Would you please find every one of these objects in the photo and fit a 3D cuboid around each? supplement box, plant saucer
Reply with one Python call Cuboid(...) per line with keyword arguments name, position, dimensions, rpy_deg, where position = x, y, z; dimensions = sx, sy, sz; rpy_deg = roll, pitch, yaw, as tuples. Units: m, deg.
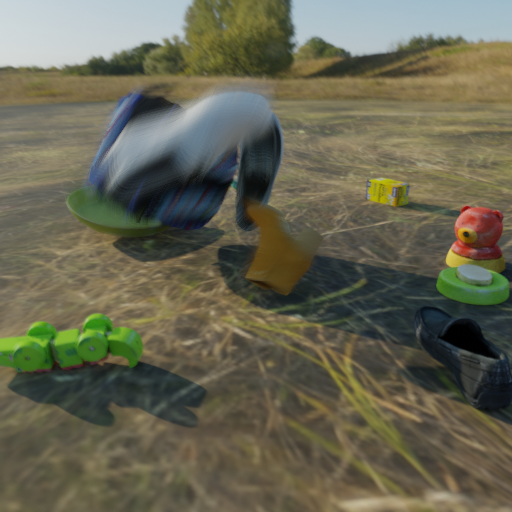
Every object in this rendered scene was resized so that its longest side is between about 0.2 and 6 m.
Cuboid(name="supplement box", position=(3.445, -1.685, 14.728), dimensions=(0.552, 0.549, 1.008), rpy_deg=(-16, 25, -37))
Cuboid(name="plant saucer", position=(-2.896, -0.979, 12.394), dimensions=(2.479, 0.385, 2.479), rpy_deg=(8, 26, -4))

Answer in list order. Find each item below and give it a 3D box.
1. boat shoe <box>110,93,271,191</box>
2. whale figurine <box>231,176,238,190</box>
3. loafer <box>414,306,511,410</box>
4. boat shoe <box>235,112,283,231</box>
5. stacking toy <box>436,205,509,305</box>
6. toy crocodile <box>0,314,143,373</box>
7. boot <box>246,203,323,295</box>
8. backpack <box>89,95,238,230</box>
Cuboid(name="boat shoe", position=(-1.062, -1.747, 8.964), dimensions=(2.767, 0.996, 0.948), rpy_deg=(-13, 58, 7))
Cuboid(name="whale figurine", position=(-0.409, -2.042, 16.152), dimensions=(0.710, 0.369, 0.565), rpy_deg=(16, 13, -34))
Cuboid(name="loafer", position=(2.513, 1.054, 6.871), dimensions=(0.697, 0.720, 2.052), rpy_deg=(-2, 20, -6))
Cuboid(name="boat shoe", position=(0.076, -1.639, 10.971), dimensions=(0.871, 2.417, 0.857), rpy_deg=(5, 10, -4))
Cuboid(name="stacking toy", position=(4.322, -0.002, 9.240), dimensions=(2.622, 1.108, 2.374), rpy_deg=(13, 23, 32))
Cuboid(name="toy crocodile", position=(-2.368, 1.162, 6.957), dimensions=(1.879, 0.580, 0.634), rpy_deg=(-7, 21, -5))
Cuboid(name="boot", position=(0.165, -0.127, 9.208), dimensions=(1.702, 0.599, 1.219), rpy_deg=(30, 77, 39))
Cuboid(name="backpack", position=(-1.642, -1.737, 11.128), dimensions=(1.724, 2.339, 2.562), rpy_deg=(29, 11, 31))
